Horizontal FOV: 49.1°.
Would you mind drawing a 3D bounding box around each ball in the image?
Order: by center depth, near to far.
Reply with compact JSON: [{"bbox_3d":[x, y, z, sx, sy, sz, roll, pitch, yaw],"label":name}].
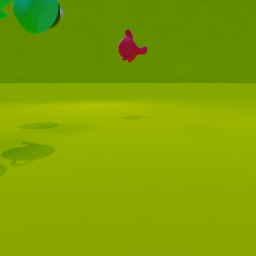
[{"bbox_3d":[-2.733,-3.793,9.106,1.113,1.113,1.113,0,10,0],"label":"ball"}]

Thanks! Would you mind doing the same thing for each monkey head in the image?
[{"bbox_3d":[0.149,-2.947,10.344,0.987,1.372,0.827,-4,-22,24],"label":"monkey head"}]

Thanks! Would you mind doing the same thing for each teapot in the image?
[{"bbox_3d":[-2.439,-2.399,4.899,1.221,0.961,1.963,-21,30,3],"label":"teapot"},{"bbox_3d":[-2.031,-2.554,6.036,0.791,1.005,1.616,35,-25,1],"label":"teapot"}]
